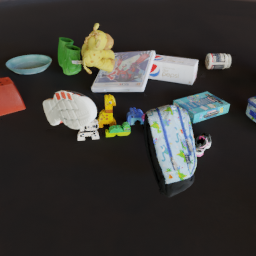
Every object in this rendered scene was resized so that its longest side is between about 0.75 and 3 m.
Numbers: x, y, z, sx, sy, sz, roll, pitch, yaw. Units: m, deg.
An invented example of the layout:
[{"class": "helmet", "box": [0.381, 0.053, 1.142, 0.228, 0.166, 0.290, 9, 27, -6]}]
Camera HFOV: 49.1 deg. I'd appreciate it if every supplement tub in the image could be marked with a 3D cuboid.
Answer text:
[{"class": "supplement tub", "box": [4.378, -3.249, 13.640, 1.056, 0.741, 0.741, -1, 33, -2]}]

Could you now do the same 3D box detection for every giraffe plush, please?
[{"class": "giraffe plush", "box": [-1.217, -3.253, 11.190, 1.885, 1.528, 1.626, -23, 67, -37]}]

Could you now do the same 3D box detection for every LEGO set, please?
[{"class": "LEGO set", "box": [-0.299, -0.426, 8.892, 2.685, 1.102, 1.024, -5, 32, -8]}]

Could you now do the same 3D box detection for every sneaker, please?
[{"class": "sneaker", "box": [-1.140, -0.511, 6.119, 0.859, 0.809, 2.098, -23, 18, -33]}, {"class": "sneaker", "box": [2.190, 0.393, 8.204, 0.437, 0.469, 1.087, 16, 35, 21]}]

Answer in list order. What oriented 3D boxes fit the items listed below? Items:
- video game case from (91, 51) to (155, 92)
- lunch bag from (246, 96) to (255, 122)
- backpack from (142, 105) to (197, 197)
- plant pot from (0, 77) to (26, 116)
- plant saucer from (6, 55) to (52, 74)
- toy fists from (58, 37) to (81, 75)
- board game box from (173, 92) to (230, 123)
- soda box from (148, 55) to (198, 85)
[{"class": "video game case", "box": [-0.156, -2.424, 11.841, 2.229, 0.281, 2.446, 2, 49, 20]}, {"class": "lunch bag", "box": [4.986, -0.467, 9.291, 1.522, 0.781, 1.894, -11, 33, -11]}, {"class": "backpack", "box": [0.920, 0.387, 6.276, 1.380, 1.795, 1.465, -28, 0, 7]}, {"class": "plant pot", "box": [-4.553, -1.209, 10.210, 1.143, 1.007, 1.142, -20, 37, -28]}, {"class": "plant saucer", "box": [-4.801, -3.075, 13.700, 2.136, 0.384, 2.136, 0, 33, 0]}, {"class": "toy fists", "box": [-2.786, -3.362, 13.336, 0.884, 1.311, 2.571, -1, 30, -27]}, {"class": "board game box", "box": [2.621, -0.773, 10.105, 1.587, 0.372, 1.198, -16, 36, -23]}, {"class": "soda box", "box": [1.679, -2.703, 12.656, 2.758, 0.878, 0.939, 12, 34, 19]}]
